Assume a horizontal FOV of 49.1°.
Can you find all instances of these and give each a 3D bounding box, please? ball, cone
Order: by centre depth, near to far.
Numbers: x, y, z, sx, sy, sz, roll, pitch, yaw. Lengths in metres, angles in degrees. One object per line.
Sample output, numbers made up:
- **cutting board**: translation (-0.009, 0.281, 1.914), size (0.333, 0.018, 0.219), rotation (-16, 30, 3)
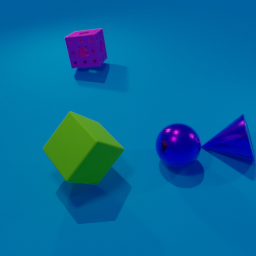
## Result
- **ball**: translation (1.316, 0.457, 7.379), size (1.182, 1.182, 1.182), rotation (0, 42, 0)
- **cone**: translation (2.701, 0.401, 7.852), size (1.331, 1.326, 1.326), rotation (-14, 36, 25)

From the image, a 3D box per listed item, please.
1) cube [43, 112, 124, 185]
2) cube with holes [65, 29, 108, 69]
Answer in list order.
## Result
- **cube**: translation (-1.056, 0.514, 6.734), size (1.173, 1.173, 1.173), rotation (43, 100, 31)
- **cube with holes**: translation (-1.611, -3.153, 11.089), size (1.192, 1.192, 1.192), rotation (-2, 28, 12)
